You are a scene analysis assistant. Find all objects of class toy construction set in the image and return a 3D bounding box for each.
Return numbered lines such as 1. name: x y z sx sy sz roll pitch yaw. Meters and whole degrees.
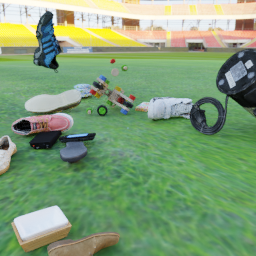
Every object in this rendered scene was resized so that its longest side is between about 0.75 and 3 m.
1. toy construction set: -0.748 -1.879 12.982 2.115 2.536 1.949 6 12 -9

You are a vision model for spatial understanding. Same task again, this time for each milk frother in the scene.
1. milk frother: 4.214 -0.771 10.232 2.797 2.684 2.974 29 -33 -29

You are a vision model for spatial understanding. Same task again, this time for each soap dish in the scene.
1. soap dish: -1.471 1.702 4.768 0.840 0.341 0.661 -12 21 -31

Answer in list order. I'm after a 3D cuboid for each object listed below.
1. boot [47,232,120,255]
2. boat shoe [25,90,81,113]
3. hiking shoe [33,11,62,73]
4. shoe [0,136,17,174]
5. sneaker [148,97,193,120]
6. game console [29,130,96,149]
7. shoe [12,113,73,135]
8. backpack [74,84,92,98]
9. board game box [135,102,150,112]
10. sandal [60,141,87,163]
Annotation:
1. boot: -0.625 1.900 4.291 1.127 0.415 0.425 -6 45 -23
2. boat shoe: -3.419 -1.115 13.002 2.535 0.911 0.754 -16 -21 -14
3. hiking shoe: -3.527 -3.956 12.852 1.213 2.798 1.041 21 44 -4
4. shoe: -3.494 0.725 7.577 0.666 0.509 1.906 -3 18 -9
5. sneaker: 1.885 -0.837 11.817 1.412 0.923 2.456 8 15 32
6. game console: -2.055 0.301 9.072 2.053 0.247 1.211 -5 17 4
7. shoe: -2.982 -0.087 9.770 1.997 0.713 0.908 -2 11 12
8. backpack: -2.626 -2.134 16.182 1.080 1.018 1.324 10 35 18
9. board game box: 0.949 -1.063 13.807 0.722 0.227 1.512 7 16 20
10. sandal: -1.487 0.719 7.923 0.703 0.396 1.848 0 7 -5
